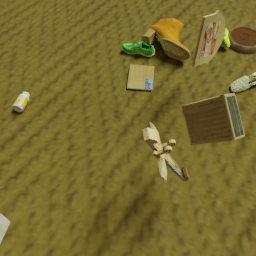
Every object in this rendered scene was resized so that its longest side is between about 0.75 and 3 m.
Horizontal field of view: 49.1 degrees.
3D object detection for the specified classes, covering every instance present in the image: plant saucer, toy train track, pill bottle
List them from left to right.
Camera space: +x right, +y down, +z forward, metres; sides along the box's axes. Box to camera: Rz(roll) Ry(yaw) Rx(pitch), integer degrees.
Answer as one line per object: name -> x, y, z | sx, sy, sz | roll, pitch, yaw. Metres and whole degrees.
pill bottle -> -4.511, -1.129, 11.920 | 0.455, 0.455, 0.873 | 11, 54, 8
toy train track -> 1.199, 0.766, 7.487 | 0.458, 2.818, 1.616 | -22, 52, 18
plant saucer -> 5.994, -4.578, 14.374 | 2.002, 0.345, 2.002 | 0, 56, -1

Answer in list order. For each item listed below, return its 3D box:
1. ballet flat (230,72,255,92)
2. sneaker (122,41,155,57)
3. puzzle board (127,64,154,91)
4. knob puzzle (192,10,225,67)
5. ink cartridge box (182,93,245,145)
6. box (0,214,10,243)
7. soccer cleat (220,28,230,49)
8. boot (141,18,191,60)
ballet flat -> 5.397, -2.159, 12.552 | 1.823, 0.654, 0.654 | -21, 58, -13
sneaker -> 0.521, -3.977, 13.734 | 1.655, 0.691, 0.613 | 10, 57, 8
puzzle board -> 0.597, -2.333, 12.953 | 1.160, 0.134, 1.539 | 5, 56, 2
knob puzzle -> 2.942, -3.243, 10.098 | 0.292, 2.105, 2.105 | 29, 60, 33
ink cartridge box -> 2.235, -0.199, 7.465 | 0.533, 1.420, 1.170 | -11, 89, -37
box -> -4.655, 3.395, 8.554 | 1.242, 0.868, 1.632 | 10, 56, 7
soccer cleat -> 4.882, -4.806, 14.343 | 0.791, 0.611, 1.891 | -13, 55, -4
boot -> 2.294, -4.608, 13.971 | 2.851, 1.003, 2.041 | 31, 62, 25
